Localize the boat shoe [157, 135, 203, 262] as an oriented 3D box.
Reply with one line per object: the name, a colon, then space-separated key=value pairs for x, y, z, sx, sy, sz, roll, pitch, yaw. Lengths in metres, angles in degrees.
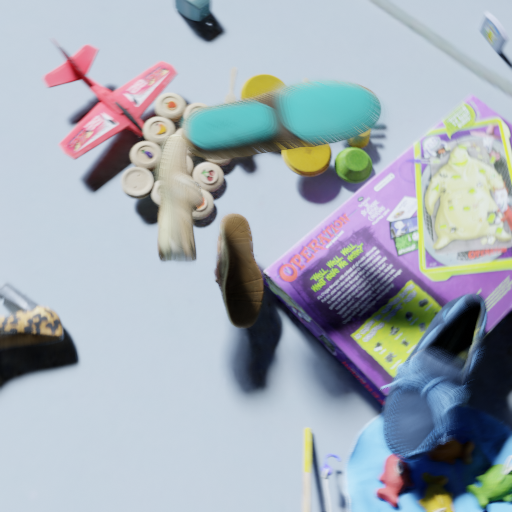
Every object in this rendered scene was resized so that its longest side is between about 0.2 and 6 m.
boat shoe: x=-1.081 y=-0.845 z=8.272 sx=0.613 sy=0.677 sz=1.901 roll=2 pitch=84 yaw=1

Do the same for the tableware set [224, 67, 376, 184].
tableware set: x=0.744 y=-2.323 z=10.279 sx=2.930 sy=0.450 sz=1.974 roll=9 pitch=72 yaw=-3

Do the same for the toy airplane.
toy airplane: x=-2.859 y=-2.954 z=10.393 sx=2.665 sy=0.490 sz=2.665 roll=2 pitch=79 yaw=-11

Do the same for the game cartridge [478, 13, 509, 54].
game cartridge: x=4.706 y=-4.438 z=11.117 sx=0.146 sy=0.481 sz=0.721 roll=-24 pitch=71 yaw=-10

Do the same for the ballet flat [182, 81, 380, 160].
ballet flat: x=0.321 y=-1.777 z=7.760 sx=2.670 sy=0.966 sz=0.905 roll=-13 pitch=83 yaw=-2

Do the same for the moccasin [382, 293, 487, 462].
moccasin: x=2.420 y=1.550 z=7.738 sx=1.024 sy=0.868 sz=2.545 roll=22 pitch=70 yaw=17

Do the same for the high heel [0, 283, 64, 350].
high heel: x=-4.076 y=1.468 z=8.739 sx=1.437 sy=0.720 sz=2.016 roll=29 pitch=63 yaw=17

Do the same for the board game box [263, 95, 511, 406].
board game box: x=3.030 y=-0.218 z=9.344 sx=5.160 sy=0.833 sz=3.097 roll=-39 pitch=75 yaw=-14

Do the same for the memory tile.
memory tile: x=-1.322 y=-1.853 z=10.163 sx=1.731 sy=0.190 sz=2.259 roll=19 pitch=71 yaw=-2

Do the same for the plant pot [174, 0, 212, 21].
plant pot: x=-1.236 y=-5.157 z=11.348 sx=0.619 sy=0.617 sz=0.630 roll=-40 pitch=83 yaw=-14

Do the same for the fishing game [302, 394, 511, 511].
fishing game: x=2.692 y=3.213 z=7.662 sx=4.236 sy=0.659 sz=3.033 roll=3 pitch=47 yaw=10

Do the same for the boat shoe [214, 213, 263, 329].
boat shoe: x=-0.353 y=0.279 z=9.193 sx=0.676 sy=0.675 sz=1.874 roll=-4 pitch=77 yaw=-23
